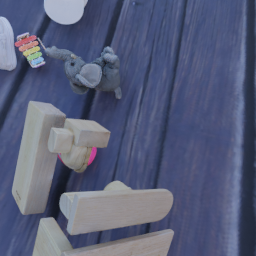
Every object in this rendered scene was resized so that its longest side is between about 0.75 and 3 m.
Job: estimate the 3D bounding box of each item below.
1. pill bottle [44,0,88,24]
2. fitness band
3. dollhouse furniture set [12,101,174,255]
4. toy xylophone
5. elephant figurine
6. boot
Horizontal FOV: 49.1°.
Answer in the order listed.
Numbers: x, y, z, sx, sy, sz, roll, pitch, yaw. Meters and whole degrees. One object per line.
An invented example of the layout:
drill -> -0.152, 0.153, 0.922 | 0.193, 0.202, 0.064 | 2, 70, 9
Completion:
pill bottle -> -1.917, -4.465, 8.730 | 1.391, 1.391, 2.391 | -3, 59, -1
fitness band -> -1.374, 0.384, 7.103 | 0.979, 0.255, 1.363 | -17, 67, -30
dollhouse furniture set -> -0.735, 1.268, 5.962 | 2.405, 2.807, 2.951 | 6, 15, -38
toy xylophone -> -2.765, -2.294, 8.212 | 0.755, 0.259, 1.031 | -41, 103, -23
elephant figurine -> -1.146, -1.456, 7.500 | 1.733, 1.226, 1.345 | -18, 54, -24
boot -> -3.739, -2.469, 8.030 | 0.585, 0.760, 1.591 | -15, 88, 31
